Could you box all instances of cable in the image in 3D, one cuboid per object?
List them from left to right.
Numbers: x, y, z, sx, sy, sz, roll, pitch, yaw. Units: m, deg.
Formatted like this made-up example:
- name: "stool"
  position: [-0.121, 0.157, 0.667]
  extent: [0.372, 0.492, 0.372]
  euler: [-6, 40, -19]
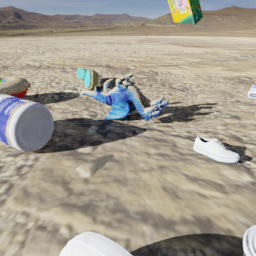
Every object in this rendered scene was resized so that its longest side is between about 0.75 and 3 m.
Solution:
- name: "cable"
  position: [2.006, 1.620, 3.371]
  extent: [1.174, 0.406, 1.174]
  euler: [-15, 26, -29]

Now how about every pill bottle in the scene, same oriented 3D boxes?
- name: "pill bottle"
  position: [-2.892, -0.202, 6.864]
  extent: [2.009, 1.162, 1.162]
  euler: [15, 26, 33]

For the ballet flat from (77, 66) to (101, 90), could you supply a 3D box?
- name: "ballet flat"
  position: [-1.645, -2.273, 12.579]
  extent: [0.878, 0.878, 2.484]
  euler: [-9, 23, -20]

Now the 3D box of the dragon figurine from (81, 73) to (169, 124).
- name: "dragon figurine"
  position: [-0.294, -0.765, 8.623]
  extent: [2.986, 1.485, 0.879]
  euler: [-10, 17, 30]

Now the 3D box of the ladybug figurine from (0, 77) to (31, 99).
- name: "ladybug figurine"
  position: [-4.670, -1.287, 9.946]
  extent: [2.387, 0.859, 1.620]
  euler: [-10, 24, -24]

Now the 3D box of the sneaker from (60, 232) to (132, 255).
- name: "sneaker"
  position: [-0.282, 1.848, 2.154]
  extent: [1.402, 0.894, 2.427]
  euler: [-14, 27, -37]

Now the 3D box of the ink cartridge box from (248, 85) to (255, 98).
- name: "ink cartridge box"
  position: [5.473, -1.377, 10.939]
  extent: [1.302, 0.283, 1.290]
  euler: [11, 24, 30]

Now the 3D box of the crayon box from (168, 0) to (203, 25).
- name: "crayon box"
  position: [1.849, -4.395, 9.461]
  extent: [0.486, 1.668, 0.990]
  euler: [-44, 42, -16]

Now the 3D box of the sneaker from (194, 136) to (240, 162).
- name: "sneaker"
  position: [1.963, 0.458, 6.265]
  extent: [1.085, 0.384, 0.396]
  euler: [17, 28, 37]
